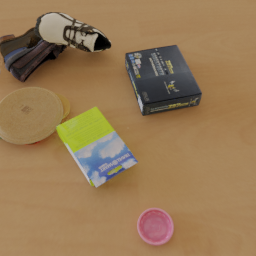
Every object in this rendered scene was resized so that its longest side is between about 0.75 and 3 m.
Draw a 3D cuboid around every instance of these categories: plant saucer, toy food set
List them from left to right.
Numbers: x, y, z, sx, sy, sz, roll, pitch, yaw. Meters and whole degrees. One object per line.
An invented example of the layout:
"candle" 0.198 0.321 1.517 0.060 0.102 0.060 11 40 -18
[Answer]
"toy food set" -3.212 -0.449 9.086 2.282 0.561 2.305 17 59 9
"plant saucer" 0.710 2.570 7.281 0.939 0.238 0.939 0 55 0

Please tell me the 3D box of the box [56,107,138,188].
"box" -0.946 0.580 8.398 1.467 0.573 2.406 -29 61 -18

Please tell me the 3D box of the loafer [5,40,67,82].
"loafer" -3.073 -2.715 10.476 2.919 1.049 0.919 -39 87 -21

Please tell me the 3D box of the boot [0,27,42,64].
"boot" -3.748 -3.099 10.794 2.384 0.890 1.155 -15 67 2

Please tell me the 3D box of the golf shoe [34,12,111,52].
"golf shoe" -1.803 -3.323 9.876 2.835 1.102 1.339 -5 29 -43

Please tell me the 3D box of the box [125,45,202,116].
"box" 1.162 -1.763 9.905 2.048 0.663 2.597 -10 57 -8
